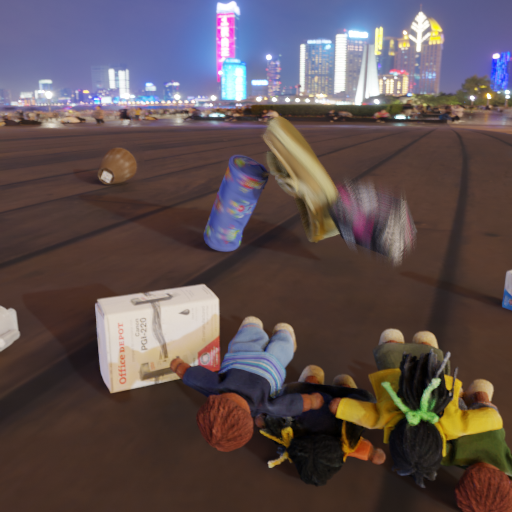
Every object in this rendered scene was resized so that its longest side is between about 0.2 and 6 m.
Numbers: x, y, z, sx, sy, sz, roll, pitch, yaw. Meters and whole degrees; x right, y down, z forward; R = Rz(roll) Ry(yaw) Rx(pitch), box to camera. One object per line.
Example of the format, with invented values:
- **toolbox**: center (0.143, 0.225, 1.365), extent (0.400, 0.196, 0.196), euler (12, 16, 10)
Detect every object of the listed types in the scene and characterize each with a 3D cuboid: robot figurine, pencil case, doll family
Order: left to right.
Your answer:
- **robot figurine**: center (-2.950, 0.850, 5.982), extent (0.782, 0.521, 0.922), euler (0, 16, 12)
- **pencil case**: center (-0.341, -0.889, 9.625), extent (0.761, 1.752, 0.683), euler (1, 42, -29)
- **doll family**: center (0.712, 1.157, 4.227), extent (2.757, 1.082, 1.593), euler (-1, 20, 14)

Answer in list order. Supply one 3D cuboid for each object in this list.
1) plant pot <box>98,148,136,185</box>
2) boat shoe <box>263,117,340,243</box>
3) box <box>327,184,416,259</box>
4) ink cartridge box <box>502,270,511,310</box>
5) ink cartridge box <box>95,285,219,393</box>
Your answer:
- **plant pot**: center (-4.390, -2.635, 17.241), extent (1.071, 1.071, 1.146), euler (3, 28, 9)
- **boat shoe**: center (0.760, -1.098, 9.152), extent (0.922, 1.069, 2.932), euler (-33, -32, 10)
- **box**: center (1.750, -0.532, 8.446), extent (0.619, 0.713, 1.079), euler (-47, 42, -14)
- **ink cartridge box**: center (3.627, 0.522, 7.106), extent (0.298, 0.515, 0.887), euler (-10, 19, -31)
- **ink cartridge box**: center (-0.970, 0.801, 5.591), extent (1.141, 0.831, 0.484), euler (-7, 18, -22)
